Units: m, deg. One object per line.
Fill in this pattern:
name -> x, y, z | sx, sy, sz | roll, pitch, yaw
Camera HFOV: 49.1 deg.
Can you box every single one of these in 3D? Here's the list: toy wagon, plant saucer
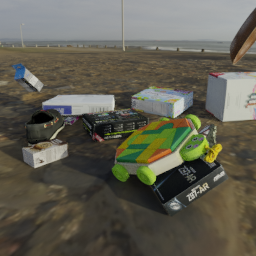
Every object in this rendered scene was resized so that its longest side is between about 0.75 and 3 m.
toy wagon -> 0.879, 0.416, 6.640 | 2.145, 0.547, 2.765 | -44, 21, -31
plant saucer -> 2.860, -2.289, 6.372 | 0.325, 1.777, 1.777 | 40, 33, 14

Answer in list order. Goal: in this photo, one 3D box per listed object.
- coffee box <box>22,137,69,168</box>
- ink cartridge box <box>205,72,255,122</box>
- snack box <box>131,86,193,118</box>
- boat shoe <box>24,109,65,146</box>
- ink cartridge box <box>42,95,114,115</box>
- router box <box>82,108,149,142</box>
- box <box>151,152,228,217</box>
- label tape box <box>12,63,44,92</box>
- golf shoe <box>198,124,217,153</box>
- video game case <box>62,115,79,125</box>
coffee box -> -2.329, 0.682, 7.978 | 0.624, 0.441, 1.105 | 17, 26, 40
ink cartridge box -> 4.848, -1.396, 11.896 | 2.434, 1.760, 1.768 | -3, 20, -8
snack box -> 1.573, -1.247, 12.821 | 2.214, 0.749, 1.867 | 13, 30, 36
boat shoe -> -2.865, -0.226, 9.840 | 0.995, 0.853, 2.721 | -4, 21, 1
ink cartridge box -> -2.046, -1.052, 12.576 | 2.835, 0.625, 2.888 | 0, 12, -1
router box -> -0.477, -0.154, 10.057 | 2.029, 0.630, 1.520 | -7, 21, -21
box -> 1.134, 0.961, 6.272 | 1.416, 0.385, 1.767 | -34, 24, 0
label tape box -> -3.899, -1.875, 10.642 | 0.836, 1.160, 0.367 | 3, 57, 44
golf shoe -> 1.934, 0.487, 7.889 | 1.072, 0.940, 2.435 | 1, 18, 24
video game case -> -2.507, -0.335, 11.286 | 0.814, 0.161, 0.899 | 2, 20, 11
